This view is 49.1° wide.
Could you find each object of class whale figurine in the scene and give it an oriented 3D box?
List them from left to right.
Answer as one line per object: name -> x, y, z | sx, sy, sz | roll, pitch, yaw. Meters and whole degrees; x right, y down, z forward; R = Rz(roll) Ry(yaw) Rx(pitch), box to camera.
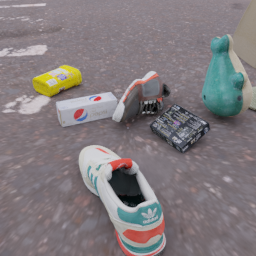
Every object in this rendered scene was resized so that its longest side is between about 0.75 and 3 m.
whale figurine -> 2.597, -1.394, 7.855 | 1.166, 2.247, 1.788 | -17, 16, -5

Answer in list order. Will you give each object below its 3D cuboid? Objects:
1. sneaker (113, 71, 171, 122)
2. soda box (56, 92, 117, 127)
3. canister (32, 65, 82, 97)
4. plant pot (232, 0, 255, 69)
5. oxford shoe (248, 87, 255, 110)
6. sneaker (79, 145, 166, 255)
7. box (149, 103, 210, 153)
sneaker -> 0.553, -0.830, 8.151 | 1.069, 1.006, 2.612 | 37, 45, 7
soda box -> -1.189, -0.558, 8.240 | 1.713, 0.584, 0.545 | -13, 35, -20
canister -> -2.520, -1.684, 9.968 | 1.050, 0.612, 1.414 | 24, 41, 32
plant pot -> 6.584, -4.370, 12.313 | 2.902, 2.570, 2.899 | -4, 33, -5
oxford shoe -> 4.607, -0.784, 8.614 | 2.221, 0.835, 0.641 | 10, -8, 28
sneaker -> -0.185, 0.901, 5.273 | 1.023, 1.359, 2.906 | -15, 36, -20
box -> 1.337, -0.025, 7.354 | 1.006, 0.273, 1.255 | -40, 46, -13
